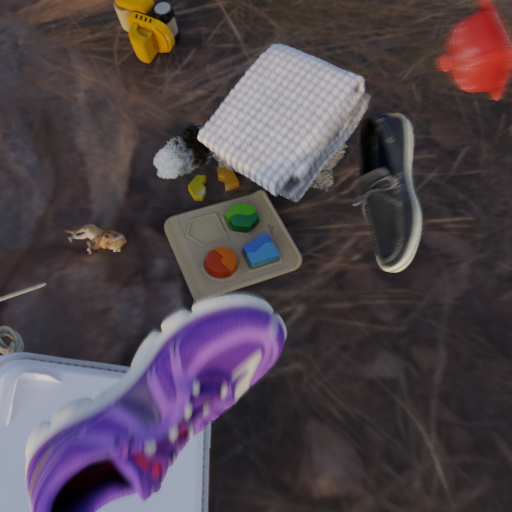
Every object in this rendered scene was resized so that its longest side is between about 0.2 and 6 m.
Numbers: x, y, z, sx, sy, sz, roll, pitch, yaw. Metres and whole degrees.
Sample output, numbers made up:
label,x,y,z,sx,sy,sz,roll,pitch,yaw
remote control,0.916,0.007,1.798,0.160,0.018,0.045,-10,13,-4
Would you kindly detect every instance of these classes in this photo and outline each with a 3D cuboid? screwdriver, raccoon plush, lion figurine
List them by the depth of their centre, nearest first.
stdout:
label,x,y,z,sx,sy,sz,roll,pitch,yaw
screwdriver,-4.665,0.924,9.141,2.499,0.349,0.364,-15,88,-11
lion figurine,-2.863,-0.365,9.966,1.058,0.383,0.648,32,48,26
raccoon plush,0.055,-1.675,10.282,3.248,1.572,2.177,-41,72,-18

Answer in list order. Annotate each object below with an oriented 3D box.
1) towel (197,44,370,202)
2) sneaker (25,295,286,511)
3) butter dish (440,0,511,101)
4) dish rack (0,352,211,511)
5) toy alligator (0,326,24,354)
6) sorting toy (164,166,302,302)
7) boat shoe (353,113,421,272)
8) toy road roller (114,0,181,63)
label,x,y,z,sx,sy,sz,roll,pitch,yaw
towel,0.314,-1.417,6.060,1.250,0.646,1.510,35,86,26
sneaker,-0.710,1.330,4.444,2.461,0.992,1.027,-39,28,-1
butter dish,2.945,-2.749,7.713,0.803,1.086,1.083,-15,69,5
dish rack,-1.989,2.981,6.731,3.283,0.833,3.825,14,55,-22
toy alligator,-2.895,2.400,7.663,0.895,0.819,3.020,-20,71,-46
sorting toy,-0.605,-0.587,10.112,2.001,0.360,2.686,-20,59,-13
boat shoe,1.747,-0.915,7.728,0.719,0.862,2.311,8,76,-30
toy road roller,-2.621,-5.194,12.830,1.658,1.019,1.211,25,71,15
